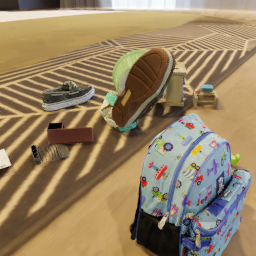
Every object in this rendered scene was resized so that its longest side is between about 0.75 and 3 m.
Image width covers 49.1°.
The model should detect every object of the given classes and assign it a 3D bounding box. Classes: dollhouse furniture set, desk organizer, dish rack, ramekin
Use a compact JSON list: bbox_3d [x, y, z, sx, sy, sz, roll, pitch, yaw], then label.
[{"bbox_3d":[2.848,-1.980,12.584,2.237,1.576,1.567,2,29,5],"label":"dollhouse furniture set"},{"bbox_3d":[-2.005,0.154,9.794,1.559,0.600,0.559,-4,30,-6],"label":"desk organizer"},{"bbox_3d":[-2.498,0.769,9.020,1.118,0.305,0.858,-12,33,-21],"label":"dish rack"},{"bbox_3d":[0.547,-1.990,11.937,2.369,2.369,1.157,-3,36,-5],"label":"ramekin"}]

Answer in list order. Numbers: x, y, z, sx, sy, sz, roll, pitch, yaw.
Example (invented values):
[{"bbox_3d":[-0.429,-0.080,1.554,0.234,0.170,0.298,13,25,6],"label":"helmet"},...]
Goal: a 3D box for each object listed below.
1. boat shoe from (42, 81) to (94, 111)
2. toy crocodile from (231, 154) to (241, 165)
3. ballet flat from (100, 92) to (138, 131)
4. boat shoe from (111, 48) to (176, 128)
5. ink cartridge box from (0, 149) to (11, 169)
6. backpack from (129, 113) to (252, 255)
[{"bbox_3d":[-2.587,-1.596,12.525,0.979,0.963,2.716,23,36,34],"label":"boat shoe"},{"bbox_3d":[2.856,0.774,8.860,0.483,0.442,1.432,-20,35,-31],"label":"toy crocodile"},{"bbox_3d":[-0.574,-0.676,11.031,0.953,0.912,2.709,-23,34,-14],"label":"ballet flat"},{"bbox_3d":[0.489,-1.004,7.082,0.988,2.671,0.986,-13,69,-35],"label":"boat shoe"},{"bbox_3d":[-3.938,1.052,8.568,0.548,0.253,1.005,-18,35,-29],"label":"ink cartridge box"},{"bbox_3d":[1.357,1.194,5.795,1.822,2.708,2.472,24,36,36],"label":"backpack"}]
